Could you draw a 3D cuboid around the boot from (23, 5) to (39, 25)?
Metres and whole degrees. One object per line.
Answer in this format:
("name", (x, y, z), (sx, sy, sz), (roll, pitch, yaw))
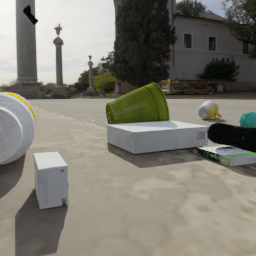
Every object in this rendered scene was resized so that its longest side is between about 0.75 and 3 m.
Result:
("boot", (-3.894, -4.554, 11.323), (0.311, 0.685, 0.816), (-47, 24, -14))

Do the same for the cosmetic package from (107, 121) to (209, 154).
("cosmetic package", (0.768, 0.183, 7.694), (2.261, 0.584, 1.705), (-4, 10, -25))

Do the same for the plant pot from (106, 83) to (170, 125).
("plant pot", (0.216, -0.455, 9.290), (1.696, 1.761, 1.761), (-16, 12, -17))

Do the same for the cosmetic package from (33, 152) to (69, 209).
("cosmetic package", (-1.117, 0.702, 4.000), (0.400, 0.557, 0.987), (-3, 6, -20))

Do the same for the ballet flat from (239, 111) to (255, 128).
("ballet flat", (5.108, -0.089, 9.433), (2.708, 0.912, 0.953), (-2, 32, -15))

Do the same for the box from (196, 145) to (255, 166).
("box", (2.177, 0.589, 6.170), (0.815, 0.205, 1.129), (-3, 7, -22))

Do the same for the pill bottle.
("pill bottle", (-2.804, -0.047, 6.185), (1.464, 1.464, 2.807), (-2, 9, -17))

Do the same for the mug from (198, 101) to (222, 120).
("mug", (4.292, -0.909, 14.855), (1.181, 0.946, 0.969), (-2, 13, 38))

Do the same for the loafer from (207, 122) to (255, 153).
("loafer", (2.706, 0.233, 6.495), (1.730, 0.630, 0.625), (19, 8, 10))
